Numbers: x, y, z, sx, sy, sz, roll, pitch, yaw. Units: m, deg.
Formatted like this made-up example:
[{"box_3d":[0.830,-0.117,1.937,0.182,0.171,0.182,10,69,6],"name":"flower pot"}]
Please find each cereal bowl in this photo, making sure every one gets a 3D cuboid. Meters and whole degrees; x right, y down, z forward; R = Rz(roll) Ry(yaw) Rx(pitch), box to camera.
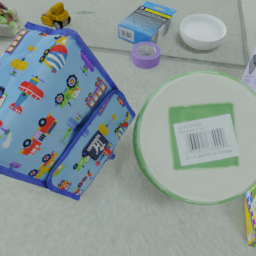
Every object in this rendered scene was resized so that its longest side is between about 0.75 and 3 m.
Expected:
[{"box_3d":[2.899,-3.685,11.044,1.760,0.733,1.760,1,57,-1],"name":"cereal bowl"}]

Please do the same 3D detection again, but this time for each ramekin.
[{"box_3d":[1.224,0.171,4.854,2.383,1.164,2.383,0,85,6],"name":"ramekin"}]

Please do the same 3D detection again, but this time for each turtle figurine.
[{"box_3d":[-5.253,-3.939,11.169,1.828,2.541,2.463,-25,32,9],"name":"turtle figurine"}]

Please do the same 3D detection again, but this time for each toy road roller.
[{"box_3d":[-3.096,-4.873,11.892,1.263,0.922,0.776,24,56,18],"name":"toy road roller"}]

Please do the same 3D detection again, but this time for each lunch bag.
[{"box_3d":[-1.026,-0.002,4.701,1.264,2.687,2.023,24,77,37],"name":"lunch bag"}]

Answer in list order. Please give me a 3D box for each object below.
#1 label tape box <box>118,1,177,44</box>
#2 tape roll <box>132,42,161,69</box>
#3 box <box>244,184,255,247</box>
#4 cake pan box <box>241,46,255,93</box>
[{"box_3d":[0.833,-4.285,11.578,1.560,0.685,2.163,28,57,20],"name":"label tape box"},{"box_3d":[0.674,-2.732,10.513,1.079,0.459,1.079,0,53,0],"name":"tape roll"},{"box_3d":[4.040,1.680,5.882,2.368,2.281,1.444,9,53,6],"name":"box"},{"box_3d":[3.732,-1.911,6.401,0.734,2.585,2.807,17,11,0],"name":"cake pan box"}]
